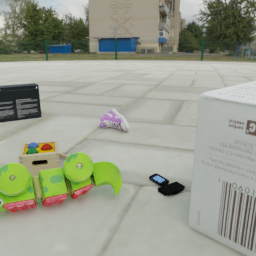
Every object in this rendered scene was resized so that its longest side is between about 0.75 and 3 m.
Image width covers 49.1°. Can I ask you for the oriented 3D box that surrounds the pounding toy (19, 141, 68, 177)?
[{"bbox_3d":[-2.008,0.614,7.079,1.253,0.653,1.426,-5,18,-14],"label":"pounding toy"}]

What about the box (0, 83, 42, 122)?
[{"bbox_3d":[-4.565,-1.038,11.222,1.929,1.362,0.761,-9,20,-29],"label":"box"}]

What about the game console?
[{"bbox_3d":[0.770,1.210,6.078,0.525,0.107,0.890,-11,20,-32],"label":"game console"}]

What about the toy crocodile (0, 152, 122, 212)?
[{"bbox_3d":[-1.515,1.107,5.277,2.893,0.893,0.977,-8,-22,-20],"label":"toy crocodile"}]

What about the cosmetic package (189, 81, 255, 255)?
[{"bbox_3d":[2.756,0.523,4.524,2.314,2.316,2.807,16,23,41],"label":"cosmetic package"}]

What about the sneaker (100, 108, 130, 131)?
[{"bbox_3d":[-0.522,-0.132,9.970,0.827,0.526,1.451,-29,32,-13],"label":"sneaker"}]
